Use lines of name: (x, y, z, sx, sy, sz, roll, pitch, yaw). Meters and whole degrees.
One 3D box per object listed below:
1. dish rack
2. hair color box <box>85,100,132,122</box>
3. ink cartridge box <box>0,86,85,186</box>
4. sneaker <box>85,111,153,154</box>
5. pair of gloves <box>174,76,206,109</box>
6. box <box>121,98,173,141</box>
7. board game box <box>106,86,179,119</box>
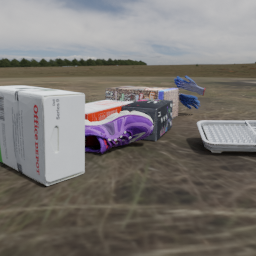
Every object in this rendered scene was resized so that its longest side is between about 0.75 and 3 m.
dish rack: (3.033, 0.260, 7.896, 2.039, 0.444, 1.750, 1, 23, 6)
hair color box: (-1.033, -0.375, 9.949, 1.511, 0.912, 2.977, 8, 16, 31)
ink cartridge box: (-2.102, 0.025, 6.313, 2.470, 1.803, 1.038, 13, 17, 41)
sneaker: (-0.487, 0.286, 7.675, 2.589, 1.044, 1.080, -12, 31, -12)
pair of gloves: (2.656, -1.563, 12.528, 1.465, 1.822, 0.208, 24, 59, 14)
box: (0.701, -0.350, 9.506, 1.224, 1.062, 2.003, 5, 15, 22)
board game box: (0.649, -1.086, 12.099, 2.618, 1.268, 2.087, 6, 13, 24)
